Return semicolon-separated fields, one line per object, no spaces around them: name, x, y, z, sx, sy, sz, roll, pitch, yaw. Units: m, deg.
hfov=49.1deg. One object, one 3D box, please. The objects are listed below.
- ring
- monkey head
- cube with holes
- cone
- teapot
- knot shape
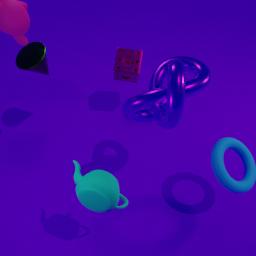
ring;2.338;0.810;6.176;1.247;0.249;1.247;12;65;-26
monkey head;-2.450;-2.239;5.570;0.928;1.289;0.777;-2;69;8
cube with holes;-0.014;-1.884;8.485;0.750;0.750;0.750;8;80;-2
cone;-2.372;-1.684;7.557;0.888;0.891;0.888;-8;63;16
teapot;-0.546;1.082;5.118;1.296;0.806;0.634;35;41;-7
knot shape;0.673;-0.630;5.592;0.886;1.795;1.918;45;38;-10
